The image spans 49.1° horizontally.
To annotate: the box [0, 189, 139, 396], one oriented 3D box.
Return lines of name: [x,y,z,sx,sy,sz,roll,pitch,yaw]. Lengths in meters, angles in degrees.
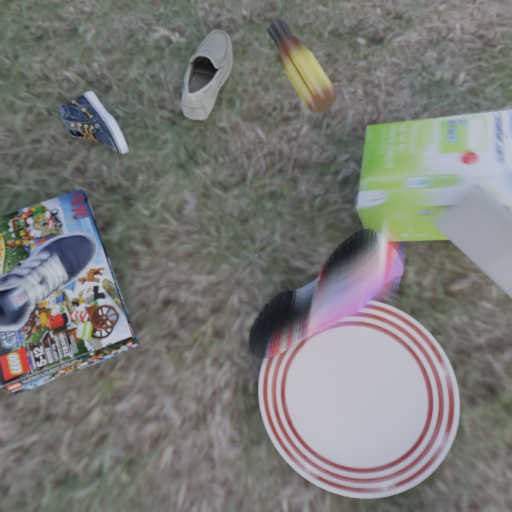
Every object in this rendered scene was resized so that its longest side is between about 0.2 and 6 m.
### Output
box: [-3.521,0.516,9.593,2.121,0.585,3.105,-21,64,-11]

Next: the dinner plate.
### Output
dinner plate: [1.591,2.155,8.851,3.115,0.378,3.115,0,61,0]

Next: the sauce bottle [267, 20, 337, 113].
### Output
sauce bottle: [0.715,-3.125,9.133,0.551,0.551,1.668,-23,75,-12]

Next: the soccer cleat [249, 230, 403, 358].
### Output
soccer cleat: [1.026,0.746,8.411,2.652,0.971,0.905,-42,40,16]

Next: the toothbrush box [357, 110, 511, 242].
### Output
toothbrush box: [3.207,-1.339,9.709,2.613,1.125,1.902,0,60,22]

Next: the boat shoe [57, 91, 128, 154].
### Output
boat shoe: [-3.276,-2.526,11.221,0.834,0.650,1.838,-31,59,-15]

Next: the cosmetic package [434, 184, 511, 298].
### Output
cosmetic package: [3.519,-0.177,8.113,1.740,0.785,0.929,48,31,9]

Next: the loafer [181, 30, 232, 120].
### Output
loafer: [-1.014,-3.964,11.830,0.839,0.837,2.399,9,62,5]

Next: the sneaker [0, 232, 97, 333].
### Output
sneaker: [-3.293,0.402,8.397,2.183,1.184,0.765,-33,111,-19]
